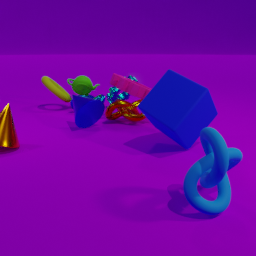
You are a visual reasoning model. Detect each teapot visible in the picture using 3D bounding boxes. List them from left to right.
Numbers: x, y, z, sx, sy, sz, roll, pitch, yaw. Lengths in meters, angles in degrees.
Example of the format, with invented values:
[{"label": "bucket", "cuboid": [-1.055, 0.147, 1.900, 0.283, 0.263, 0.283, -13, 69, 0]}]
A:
[{"label": "teapot", "cuboid": [-1.799, -1.759, 11.376, 1.351, 0.840, 0.662, 11, 49, -14]}]

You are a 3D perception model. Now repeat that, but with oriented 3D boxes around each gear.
[{"label": "gear", "cuboid": [-0.234, -1.569, 11.827, 1.484, 1.484, 0.275, -18, 62, -46]}, {"label": "gear", "cuboid": [0.356, -1.314, 9.607, 1.989, 0.368, 1.989, 23, 11, -5]}]

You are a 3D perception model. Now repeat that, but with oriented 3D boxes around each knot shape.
[{"label": "knot shape", "cuboid": [-1.454, -0.998, 11.038, 1.404, 0.649, 1.314, 0, 8, 16]}, {"label": "knot shape", "cuboid": [0.086, -0.618, 9.497, 1.436, 0.709, 1.534, 4, 10, 27]}, {"label": "knot shape", "cuboid": [1.406, 0.651, 4.477, 0.601, 1.300, 1.216, 10, 4, 34]}]

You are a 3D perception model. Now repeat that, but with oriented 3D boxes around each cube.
[{"label": "cube", "cuboid": [1.240, -0.438, 6.864, 1.226, 1.226, 1.226, 38, -3, 37]}]

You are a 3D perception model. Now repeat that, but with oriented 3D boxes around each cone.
[{"label": "cone", "cuboid": [-3.101, -0.129, 6.991, 1.016, 1.019, 1.016, 15, 1, 0]}, {"label": "cone", "cuboid": [-1.479, -0.747, 8.826, 1.079, 1.079, 1.083, -15, 50, -42]}]

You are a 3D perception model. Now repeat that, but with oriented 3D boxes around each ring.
[{"label": "ring", "cuboid": [-2.909, -1.572, 11.439, 1.466, 0.293, 1.466, 42, 3, -3]}]
